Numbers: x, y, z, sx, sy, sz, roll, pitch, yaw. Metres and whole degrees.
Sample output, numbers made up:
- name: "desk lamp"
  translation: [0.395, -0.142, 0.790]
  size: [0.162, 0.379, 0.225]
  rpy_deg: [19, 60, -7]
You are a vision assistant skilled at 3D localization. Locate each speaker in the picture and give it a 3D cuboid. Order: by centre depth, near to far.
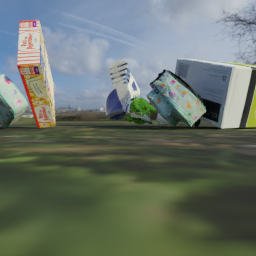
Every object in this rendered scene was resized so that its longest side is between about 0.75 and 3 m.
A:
- name: "speaker"
  translation: [1.751, -0.331, 9.790]
  size: [1.463, 0.594, 0.594]
  rpy_deg: [1, 2, 42]

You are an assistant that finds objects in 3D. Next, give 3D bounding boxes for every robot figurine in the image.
- name: "robot figurine"
  translation: [0.465, -0.637, 10.762]
  size: [1.172, 0.773, 1.336]
  rpy_deg: [-23, -23, -7]

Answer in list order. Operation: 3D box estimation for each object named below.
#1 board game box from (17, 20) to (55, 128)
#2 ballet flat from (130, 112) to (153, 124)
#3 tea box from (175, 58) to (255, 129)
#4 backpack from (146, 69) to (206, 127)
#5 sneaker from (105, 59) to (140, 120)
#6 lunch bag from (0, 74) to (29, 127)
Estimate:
- name: "board game box"
  translation: [-2.432, -1.399, 7.644]
  size: [0.539, 1.764, 2.329]
  rpy_deg: [-7, -37, -9]
- name: "ballet flat"
  translation: [0.424, -0.330, 8.419]
  size: [0.778, 0.270, 0.270]
  rpy_deg: [17, 10, 27]
- name: "tea box"
  translation: [2.999, -1.113, 8.379]
  size: [2.406, 1.634, 2.446]
  rpy_deg: [-2, 19, -26]
- name: "backpack"
  translation: [1.243, -0.668, 7.140]
  size: [1.404, 1.077, 1.235]
  rpy_deg: [42, 1, 39]
- name: "sneaker"
  translation: [-0.064, -1.297, 10.722]
  size: [0.983, 2.434, 1.406]
  rpy_deg: [-12, -33, 26]
- name: "lunch bag"
  translation: [-3.137, -0.667, 7.020]
  size: [0.531, 1.104, 1.377]
  rpy_deg: [-44, 10, -38]
